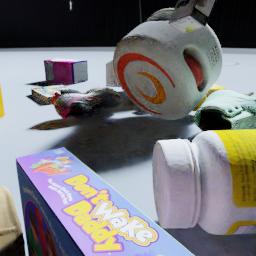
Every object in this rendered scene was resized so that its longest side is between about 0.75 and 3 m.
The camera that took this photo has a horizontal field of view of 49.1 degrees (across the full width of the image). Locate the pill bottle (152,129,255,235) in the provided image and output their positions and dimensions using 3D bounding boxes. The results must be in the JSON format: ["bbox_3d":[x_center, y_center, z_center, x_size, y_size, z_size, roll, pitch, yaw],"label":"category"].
[{"bbox_3d":[1.481,0.648,3.506,2.225,1.272,1.272,-1,19,-4],"label":"pill bottle"}]

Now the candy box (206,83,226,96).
[{"bbox_3d":[2.454,-1.549,11.297,2.594,0.343,1.326,-2,22,-6],"label":"candy box"}]

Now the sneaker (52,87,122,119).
[{"bbox_3d":[-1.122,-0.643,8.218,2.094,0.844,0.782,-10,50,-28],"label":"sneaker"}]

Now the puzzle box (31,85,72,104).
[{"bbox_3d":[-2.778,-1.328,10.779,1.343,0.257,2.019,-12,22,-33],"label":"puzzle box"}]

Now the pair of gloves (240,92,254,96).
[{"bbox_3d":[3.768,-0.775,8.981,1.995,0.411,2.346,-18,23,-32],"label":"pair of gloves"}]

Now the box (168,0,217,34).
[{"bbox_3d":[0.990,-1.866,3.905,0.296,0.984,0.574,24,-2,-24],"label":"box"}]

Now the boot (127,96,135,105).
[{"bbox_3d":[0.861,-1.153,9.708,1.441,0.686,1.862,-11,33,-27],"label":"boot"}]

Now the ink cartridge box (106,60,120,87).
[{"bbox_3d":[0.388,-2.188,10.880,1.847,1.044,2.521,-1,2,-23],"label":"ink cartridge box"}]

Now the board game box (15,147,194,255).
[{"bbox_3d":[-0.207,1.135,1.936,0.458,1.377,2.048,-13,23,-32],"label":"board game box"}]

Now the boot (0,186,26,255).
[{"bbox_3d":[-1.994,1.430,1.743,2.737,0.905,2.397,-2,37,-35],"label":"boot"}]

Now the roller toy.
[{"bbox_3d":[1.132,-1.722,7.695,2.867,2.615,2.003,38,64,10],"label":"roller toy"}]

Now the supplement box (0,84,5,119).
[{"bbox_3d":[-4.552,-0.654,7.312,1.862,1.236,1.836,-1,19,-3],"label":"supplement box"}]

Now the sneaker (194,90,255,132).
[{"bbox_3d":[2.865,-0.040,6.018,2.870,1.056,1.693,15,31,32],"label":"sneaker"}]

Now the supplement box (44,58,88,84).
[{"bbox_3d":[-3.139,-2.911,14.134,2.068,1.069,1.046,14,24,31],"label":"supplement box"}]
